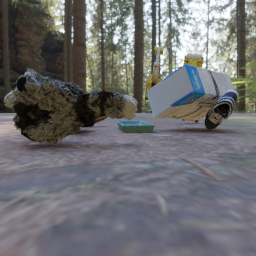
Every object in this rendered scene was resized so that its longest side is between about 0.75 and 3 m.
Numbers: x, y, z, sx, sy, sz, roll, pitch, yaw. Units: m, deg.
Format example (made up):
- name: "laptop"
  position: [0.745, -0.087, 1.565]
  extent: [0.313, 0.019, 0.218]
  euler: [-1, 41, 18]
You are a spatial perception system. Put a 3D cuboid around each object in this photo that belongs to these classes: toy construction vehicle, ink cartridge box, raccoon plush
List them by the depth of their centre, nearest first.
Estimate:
- name: "raccoon plush"
  position: [-1.062, -0.424, 4.961]
  extent: [2.203, 1.066, 1.476]
  euler: [9, 21, -15]
- name: "ink cartridge box"
  position: [1.839, -0.919, 7.964]
  extent: [2.084, 0.879, 1.522]
  euler: [1, -24, -39]
- name: "toy construction vehicle"
  position: [2.014, -1.820, 11.727]
  extent: [2.532, 2.908, 1.024]
  euler: [11, 5, 10]

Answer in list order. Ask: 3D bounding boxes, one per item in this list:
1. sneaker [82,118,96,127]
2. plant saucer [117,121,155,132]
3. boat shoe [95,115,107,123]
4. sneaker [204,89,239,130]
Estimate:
- name: "sneaker"
  position: [-1.165, -0.408, 7.262]
  extent: [1.007, 0.871, 2.300]
  euler: [16, -1, -27]
- name: "plant saucer"
  position: [0.154, -0.057, 8.098]
  extent: [0.818, 0.222, 2.340]
  euler: [-1, 3, -6]
- name: "boat shoe"
  position: [-1.266, -0.301, 9.467]
  extent: [1.367, 0.492, 0.462]
  euler: [-18, -32, -30]
- name: "sneaker"
  position: [2.332, -0.332, 7.311]
  extent: [0.485, 1.383, 0.751]
  euler: [33, 44, 9]
